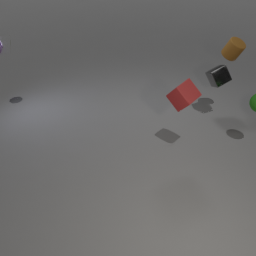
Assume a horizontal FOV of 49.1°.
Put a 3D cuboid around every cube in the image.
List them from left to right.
[{"bbox_3d":[1.842,-1.082,9.273,0.700,0.700,0.700,-37,90,-29],"label":"cube"},{"bbox_3d":[3.812,-2.189,11.813,0.700,0.700,0.700,-29,14,1],"label":"cube"}]

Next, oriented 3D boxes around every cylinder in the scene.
[{"bbox_3d":[4.275,-3.201,11.355,0.700,0.700,0.700,10,54,-15],"label":"cylinder"}]

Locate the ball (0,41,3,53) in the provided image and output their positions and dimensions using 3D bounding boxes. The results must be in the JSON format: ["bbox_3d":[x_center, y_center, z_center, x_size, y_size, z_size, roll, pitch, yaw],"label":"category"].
[{"bbox_3d":[-5.474,-3.314,11.387,0.700,0.700,0.700,0,31,0],"label":"ball"}]

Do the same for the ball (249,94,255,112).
[{"bbox_3d":[4.629,-0.886,9.802,0.700,0.700,0.700,0,31,0],"label":"ball"}]
